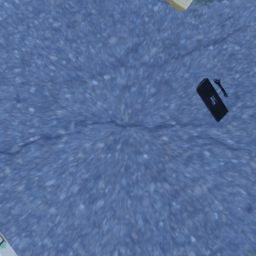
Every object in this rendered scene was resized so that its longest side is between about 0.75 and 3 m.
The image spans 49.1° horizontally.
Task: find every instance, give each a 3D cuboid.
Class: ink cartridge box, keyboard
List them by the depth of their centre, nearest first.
[{"bbox_3d":[-2.159,1.694,3.695,0.904,0.524,1.248,-39,85,-13],"label":"ink cartridge box"},{"bbox_3d":[1.931,-0.684,6.188,0.646,0.105,1.017,-44,112,-12],"label":"keyboard"}]

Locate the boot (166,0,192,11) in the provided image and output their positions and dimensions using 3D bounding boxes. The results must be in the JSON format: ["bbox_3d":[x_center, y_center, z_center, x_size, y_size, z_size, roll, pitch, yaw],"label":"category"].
[{"bbox_3d":[1.413,-3.311,4.899,0.792,1.692,2.177,29,56,-18],"label":"boot"}]
